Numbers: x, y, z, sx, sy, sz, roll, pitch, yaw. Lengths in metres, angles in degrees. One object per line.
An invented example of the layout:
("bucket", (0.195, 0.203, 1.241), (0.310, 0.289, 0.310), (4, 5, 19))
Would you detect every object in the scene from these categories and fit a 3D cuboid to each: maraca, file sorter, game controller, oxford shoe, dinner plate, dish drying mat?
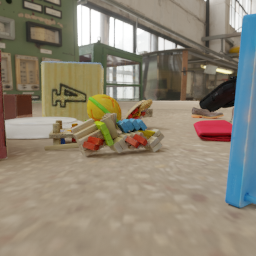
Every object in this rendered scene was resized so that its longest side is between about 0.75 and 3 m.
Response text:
("maraca", (-0.645, -0.439, 7.905), (1.112, 0.868, 1.622), (44, -3, 5))
("file sorter", (2.114, -0.088, 2.417), (2.205, 1.530, 1.353), (-5, 12, -37))
("game controller", (3.089, -1.012, 8.263), (1.441, 0.582, 2.763), (-16, -6, -3))
("oxford shoe", (3.171, -0.628, 11.221), (1.290, 0.470, 0.460), (4, 8, 28))
("dinner plate", (-2.229, -0.052, 7.176), (2.746, 0.333, 2.746), (-1, 8, 0))
("dish drying mat", (2.100, 0.035, 6.754), (0.949, 0.225, 2.471), (0, 8, 10))

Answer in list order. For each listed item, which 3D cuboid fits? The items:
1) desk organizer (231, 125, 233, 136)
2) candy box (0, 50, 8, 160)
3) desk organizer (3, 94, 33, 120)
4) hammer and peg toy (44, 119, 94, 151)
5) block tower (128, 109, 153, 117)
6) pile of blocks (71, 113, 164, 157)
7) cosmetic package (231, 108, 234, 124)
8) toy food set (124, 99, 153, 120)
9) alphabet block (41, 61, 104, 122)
("desk organizer", (2.271, 0.209, 4.019), (1.435, 0.515, 0.553), (1, 4, 6))
("candy box", (-2.947, -0.397, 4.538), (2.703, 1.577, 0.763), (5, 9, 40))
("desk organizer", (-4.750, -0.764, 10.302), (2.471, 0.951, 0.886), (3, 7, 21))
("hammer and peg toy", (-0.995, 0.101, 5.119), (0.938, 0.450, 1.276), (-1, 7, -9))
("block tower", (0.531, -0.633, 11.819), (0.366, 0.342, 1.268), (8, 10, 43))
("pile of blocks", (-0.063, 0.096, 4.383), (1.565, 0.642, 0.486), (-3, 7, -25))
("cosmetic package", (3.692, -0.328, 8.216), (0.826, 0.558, 1.570), (9, 11, 40))
("toy food set", (0.268, -0.404, 7.622), (0.939, 0.228, 0.930), (-39, -14, -14))
("alphabet block", (-1.786, -1.171, 9.465), (1.886, 1.921, 1.876), (1, 8, -2))
